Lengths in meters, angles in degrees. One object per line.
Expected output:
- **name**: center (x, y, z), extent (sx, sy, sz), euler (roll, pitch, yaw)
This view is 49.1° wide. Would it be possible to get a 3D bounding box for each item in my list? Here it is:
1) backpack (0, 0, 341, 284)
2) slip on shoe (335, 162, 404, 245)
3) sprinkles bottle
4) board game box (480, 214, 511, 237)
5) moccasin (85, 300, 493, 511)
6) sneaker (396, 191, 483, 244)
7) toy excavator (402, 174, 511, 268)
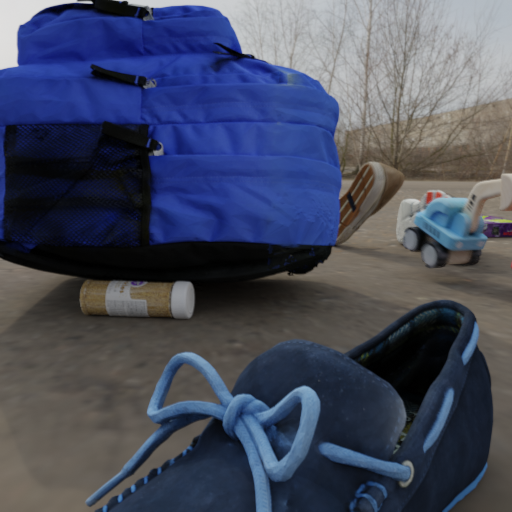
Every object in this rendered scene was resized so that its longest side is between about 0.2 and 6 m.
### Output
- **backpack**: center (-0.951, -1.283, 7.183), extent (4.129, 3.465, 3.355), euler (4, 4, 2)
- **slip on shoe**: center (2.038, -0.963, 11.033), extent (0.708, 0.889, 2.338), euler (1, -34, -22)
- **sprinkles bottle**: center (-1.337, 0.489, 6.336), extent (1.232, 0.421, 0.421), euler (1, 10, 7)
- **board game box**: center (5.288, -0.802, 14.026), extent (1.640, 0.441, 2.732), euler (3, 9, -7)
- **moccasin**: center (0.136, 0.830, 2.458), extent (1.234, 1.046, 3.068), euler (7, 12, 36)
- **sneaker**: center (3.708, -0.600, 10.597), extent (1.300, 1.224, 3.175), euler (6, 10, -5)
- **toy excavator**: center (2.930, -0.563, 7.880), extent (0.807, 1.616, 1.571), euler (-3, 28, -21)
